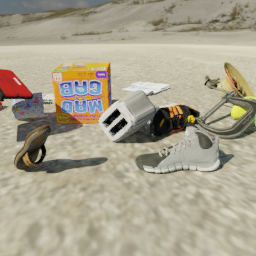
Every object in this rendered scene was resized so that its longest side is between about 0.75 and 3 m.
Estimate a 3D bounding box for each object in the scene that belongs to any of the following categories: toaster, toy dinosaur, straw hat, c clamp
[{"bbox_3d":[-0.022,-0.355,8.456,1.197,1.053,1.854,-33,-4,-45],"label":"toaster"},{"bbox_3d":[4.687,-2.416,15.440,0.916,0.689,1.791,-10,26,6],"label":"toy dinosaur"},{"bbox_3d":[4.721,-1.828,12.940,1.046,2.473,2.473,-38,-3,35],"label":"straw hat"},{"bbox_3d":[3.370,-0.563,9.940,2.419,0.383,2.831,19,45,37],"label":"c clamp"}]

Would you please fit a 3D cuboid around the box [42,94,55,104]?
[{"bbox_3d":[-3.712,-1.340,12.945,1.340,0.243,0.967,-2,21,-3],"label":"box"}]

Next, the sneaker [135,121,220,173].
[{"bbox_3d":[1.234,0.414,6.907,2.119,1.224,0.795,-1,21,-5],"label":"sneaker"}]

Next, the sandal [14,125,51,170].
[{"bbox_3d":[-2.121,0.564,6.463,0.475,1.739,0.710,49,39,7],"label":"sandal"}]

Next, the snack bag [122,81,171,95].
[{"bbox_3d":[0.977,-2.192,15.188,2.003,0.227,2.125,14,25,31],"label":"snack bag"}]

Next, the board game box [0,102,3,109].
[{"bbox_3d":[-5.939,-0.807,11.492,0.975,0.257,1.275,3,21,7],"label":"board game box"}]

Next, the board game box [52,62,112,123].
[{"bbox_3d":[-1.632,-1.400,10.657,1.914,1.913,1.913,-1,22,0],"label":"board game box"}]

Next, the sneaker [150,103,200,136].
[{"bbox_3d":[1.630,-0.322,9.364,1.097,0.853,2.438,9,20,30],"label":"sneaker"}]

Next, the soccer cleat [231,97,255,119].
[{"bbox_3d":[4.989,-0.754,10.649,2.425,0.784,1.015,-11,28,-26],"label":"soccer cleat"}]

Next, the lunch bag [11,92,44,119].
[{"bbox_3d":[-3.694,-0.786,10.385,1.113,0.834,1.313,-5,-18,-15],"label":"lunch bag"}]

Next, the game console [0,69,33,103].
[{"bbox_3d":[-3.956,-0.993,8.427,1.483,1.021,1.721,-6,40,-48],"label":"game console"}]
